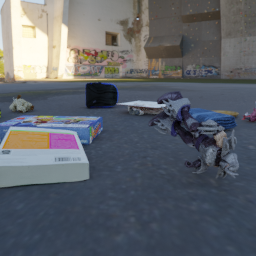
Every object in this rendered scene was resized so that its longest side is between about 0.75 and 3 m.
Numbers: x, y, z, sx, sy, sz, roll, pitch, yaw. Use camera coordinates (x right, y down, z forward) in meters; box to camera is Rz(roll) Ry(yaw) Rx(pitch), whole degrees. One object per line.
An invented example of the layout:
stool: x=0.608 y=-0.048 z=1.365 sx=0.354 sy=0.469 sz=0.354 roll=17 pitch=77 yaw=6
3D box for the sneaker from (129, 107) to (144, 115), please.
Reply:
sneaker: x=0.381 y=-0.755 z=13.206 sx=0.403 sy=0.344 sz=0.924 roll=6 pitch=13 yaw=-36

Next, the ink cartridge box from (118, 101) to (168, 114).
ink cartridge box: x=0.934 y=-0.941 z=13.486 sx=2.326 sy=0.506 sz=2.019 roll=9 pitch=15 yaw=36

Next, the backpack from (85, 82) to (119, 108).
backpack: x=-1.406 y=-1.873 z=15.702 sx=1.776 sy=1.443 sz=1.491 roll=-1 pitch=9 yaw=1

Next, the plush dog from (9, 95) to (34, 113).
plush dog: x=-5.249 y=-1.140 z=14.085 sx=1.072 sy=0.860 sz=0.921 roll=7 pitch=-10 yaw=33

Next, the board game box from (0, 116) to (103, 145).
board game box: x=-2.393 y=0.010 z=8.819 sx=2.886 sy=0.497 sz=1.953 roll=1 pitch=12 yaw=6

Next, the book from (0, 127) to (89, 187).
book: x=-1.878 y=0.524 z=6.231 sx=1.727 sy=0.621 sz=2.585 roll=-1 pitch=12 yaw=-15

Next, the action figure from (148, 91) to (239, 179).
action figure: x=1.295 y=0.198 z=5.361 sx=0.736 sy=1.381 sz=2.122 roll=-19 pitch=45 yaw=-25

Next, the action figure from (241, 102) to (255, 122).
action figure: x=5.271 y=-0.450 z=11.207 sx=1.403 sy=1.044 sz=0.939 roll=-14 pitch=-28 yaw=6

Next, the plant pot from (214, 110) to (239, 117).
plant pot: x=4.248 y=-0.609 z=12.642 sx=1.403 sy=0.193 sz=1.403 roll=-1 pitch=11 yaw=0

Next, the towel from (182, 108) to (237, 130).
towel: x=2.813 y=-0.313 z=10.357 sx=1.231 sy=0.535 sz=2.204 roll=-5 pitch=13 yaw=-19
